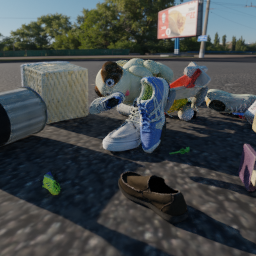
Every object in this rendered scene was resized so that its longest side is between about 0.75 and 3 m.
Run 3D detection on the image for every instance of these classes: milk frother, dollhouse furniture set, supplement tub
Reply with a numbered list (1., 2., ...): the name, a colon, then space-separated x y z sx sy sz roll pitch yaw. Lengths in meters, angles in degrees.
1. milk frother: -4.430 -0.855 8.490 2.647 2.933 2.759 4 17 22
2. dollhouse furniture set: 3.582 0.278 5.481 1.858 2.618 2.075 7 16 7
3. supplement tub: 0.018 -0.845 12.369 0.612 0.612 0.928 -16 24 -41

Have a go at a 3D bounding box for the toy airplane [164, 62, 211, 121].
1. toy airplane: 2.282 -1.324 11.565 2.840 2.004 2.827 -21 -10 0

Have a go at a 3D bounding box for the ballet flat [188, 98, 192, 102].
1. ballet flat: 2.878 -1.772 15.043 2.521 0.875 0.875 -3 17 -10

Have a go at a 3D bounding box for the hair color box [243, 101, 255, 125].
1. hair color box: 5.375 -0.436 10.189 1.003 0.614 2.026 -46 28 -3

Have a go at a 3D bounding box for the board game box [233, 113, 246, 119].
1. board game box: 4.972 -0.517 12.069 0.942 0.183 0.744 -1 12 -24

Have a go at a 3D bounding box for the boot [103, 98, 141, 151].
1. boot: 0.199 -0.291 9.178 1.085 1.410 2.950 10 20 30

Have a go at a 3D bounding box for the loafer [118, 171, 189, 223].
1. loafer: 0.489 1.197 5.645 0.656 0.641 1.798 -15 22 -40

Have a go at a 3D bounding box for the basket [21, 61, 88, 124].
1. basket: -3.057 -1.521 11.915 2.281 2.302 1.851 -15 29 -40

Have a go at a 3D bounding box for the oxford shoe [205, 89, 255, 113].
1. oxford shoe: 4.910 -1.013 12.637 2.952 1.110 0.852 12 56 12

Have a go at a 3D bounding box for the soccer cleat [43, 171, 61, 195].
1. soccer cleat: -1.718 1.268 6.215 0.357 0.276 0.854 -34 28 -6

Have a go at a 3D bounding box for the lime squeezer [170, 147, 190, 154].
1. lime squeezer: 1.619 0.653 8.274 0.832 0.157 0.294 -13 22 -35

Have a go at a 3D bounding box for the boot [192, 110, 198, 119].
1. boot: 2.608 -0.626 12.196 0.847 0.314 0.694 9 19 16

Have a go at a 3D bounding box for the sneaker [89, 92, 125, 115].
1. sneaker: -0.642 -0.671 7.879 1.128 0.435 0.481 -25 16 14

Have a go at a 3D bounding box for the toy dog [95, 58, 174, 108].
1. toy dog: 0.027 -1.836 10.480 2.616 1.825 2.536 -19 66 -44

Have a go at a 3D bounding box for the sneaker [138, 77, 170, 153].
1. sneaker: 0.610 -0.418 8.252 0.881 2.286 0.866 12 -11 -44
